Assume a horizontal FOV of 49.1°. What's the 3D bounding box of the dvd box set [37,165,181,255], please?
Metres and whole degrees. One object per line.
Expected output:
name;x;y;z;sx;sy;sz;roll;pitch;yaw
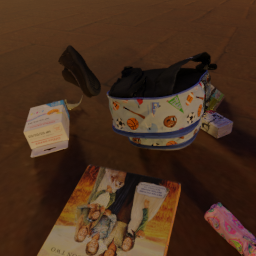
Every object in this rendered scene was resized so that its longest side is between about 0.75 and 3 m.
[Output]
dvd box set;-0.332;1.948;4.950;2.062;0.414;2.818;9;42;17

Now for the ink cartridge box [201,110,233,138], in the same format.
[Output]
ink cartridge box;2.681;-0.140;8.727;0.678;0.389;0.933;-19;37;-27

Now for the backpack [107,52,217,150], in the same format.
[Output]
backpack;0.786;-0.645;7.581;2.945;2.268;2.805;-4;15;26

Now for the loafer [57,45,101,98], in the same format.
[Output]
loafer;-1.492;-1.561;8.335;0.781;0.799;2.190;-39;51;10

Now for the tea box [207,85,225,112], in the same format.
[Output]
tea box;2.444;-1.197;9.465;1.125;0.764;1.143;19;18;-43

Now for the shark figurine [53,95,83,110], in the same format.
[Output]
shark figurine;-2.077;-0.863;9.807;1.053;0.439;0.629;-7;44;-15

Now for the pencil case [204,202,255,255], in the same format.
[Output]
pencil case;1.977;1.928;5.273;0.484;0.484;1.107;-21;47;-29

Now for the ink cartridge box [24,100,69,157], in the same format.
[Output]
ink cartridge box;-2.317;-0.043;8.119;1.086;0.640;1.886;-15;32;-2
